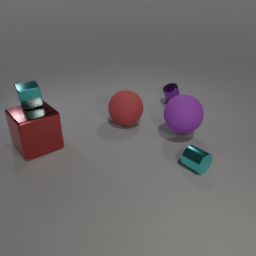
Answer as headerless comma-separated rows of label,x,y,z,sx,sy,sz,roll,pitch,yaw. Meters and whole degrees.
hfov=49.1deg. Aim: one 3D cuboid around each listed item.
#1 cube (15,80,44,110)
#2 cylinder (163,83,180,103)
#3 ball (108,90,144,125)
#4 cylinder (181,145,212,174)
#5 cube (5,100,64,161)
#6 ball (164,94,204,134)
cube,-3.363,-1.125,9.536,0.700,0.700,0.700,-18,34,-22
cylinder,2.032,-1.601,12.966,0.700,0.700,0.700,-14,41,13
ball,-0.084,-0.802,11.134,1.400,1.400,1.400,0,29,0
cylinder,2.140,0.972,8.745,0.700,0.700,0.700,-23,36,-34
cube,-3.221,0.029,9.695,1.400,1.400,1.400,-21,35,-32
ball,1.981,-0.496,9.992,1.400,1.400,1.400,0,29,0
